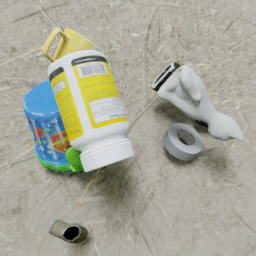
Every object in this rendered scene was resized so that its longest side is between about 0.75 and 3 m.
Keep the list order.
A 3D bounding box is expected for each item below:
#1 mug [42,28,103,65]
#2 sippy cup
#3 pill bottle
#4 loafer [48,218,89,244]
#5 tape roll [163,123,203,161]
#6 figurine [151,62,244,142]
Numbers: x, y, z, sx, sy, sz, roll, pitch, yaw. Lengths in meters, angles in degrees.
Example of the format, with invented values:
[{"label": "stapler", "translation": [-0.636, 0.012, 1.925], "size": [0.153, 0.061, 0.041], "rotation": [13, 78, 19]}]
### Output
[{"label": "mug", "translation": [-1.931, -2.305, 9.143], "size": [1.479, 1.801, 1.443], "rotation": [-57, 27, 3]}, {"label": "sippy cup", "translation": [-1.811, -0.190, 7.550], "size": [2.622, 1.921, 2.059], "rotation": [18, 52, 24]}, {"label": "pill bottle", "translation": [-0.759, -0.327, 6.024], "size": [1.333, 1.333, 2.333], "rotation": [-18, 84, -10]}, {"label": "loafer", "translation": [-1.267, 2.423, 6.365], "size": [0.451, 1.295, 0.487], "rotation": [15, 74, 35]}, {"label": "tape roll", "translation": [1.583, 0.389, 8.081], "size": [1.117, 0.369, 1.117], "rotation": [13, 45, -14]}, {"label": "figurine", "translation": [1.906, -0.615, 7.573], "size": [2.363, 2.421, 1.042], "rotation": [39, 101, -11]}]
